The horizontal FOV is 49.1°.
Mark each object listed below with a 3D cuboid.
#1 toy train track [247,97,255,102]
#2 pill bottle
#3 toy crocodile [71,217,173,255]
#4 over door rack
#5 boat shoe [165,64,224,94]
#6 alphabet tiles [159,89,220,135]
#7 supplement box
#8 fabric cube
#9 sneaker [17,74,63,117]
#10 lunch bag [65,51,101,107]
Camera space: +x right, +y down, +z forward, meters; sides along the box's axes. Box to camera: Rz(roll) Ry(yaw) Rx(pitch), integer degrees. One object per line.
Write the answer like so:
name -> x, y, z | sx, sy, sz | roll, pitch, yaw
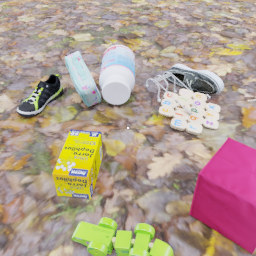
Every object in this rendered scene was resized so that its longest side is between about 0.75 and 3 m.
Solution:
toy train track -> 5.587, -1.262, 12.238 | 0.782, 0.127, 0.448 | -12, 41, -12
pill bottle -> -0.456, -2.358, 12.356 | 1.544, 1.544, 2.840 | 1, 43, 1
toy crocodile -> -0.160, 2.867, 6.956 | 2.560, 0.790, 0.864 | 5, 41, 13
over door rack -> 2.052, -1.435, 11.795 | 2.337, 0.778, 1.726 | 36, 37, 18
boat shoe -> 2.874, -2.061, 12.657 | 1.040, 1.057, 2.933 | -35, 40, -23
alphabet tiles -> 2.498, -0.712, 11.317 | 2.368, 0.177, 2.421 | 16, 47, 7
supplement box -> -1.482, 1.076, 8.730 | 1.062, 1.069, 1.951 | 4, 41, 5
fabric cube -> 2.978, 1.708, 7.438 | 1.842, 1.813, 1.848 | 27, 48, 30
sneaker -> -3.735, -1.483, 11.759 | 0.926, 1.069, 2.582 | 17, 43, 19
lunch bag -> -1.896, -2.036, 11.573 | 0.810, 1.686, 2.102 | -27, 68, -3
